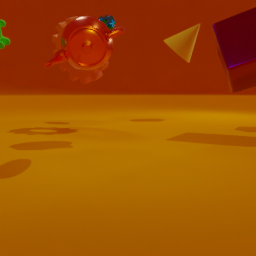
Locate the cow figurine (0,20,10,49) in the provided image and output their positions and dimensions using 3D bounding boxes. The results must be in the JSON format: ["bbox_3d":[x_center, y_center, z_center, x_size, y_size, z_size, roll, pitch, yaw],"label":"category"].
[{"bbox_3d":[-4.311,-2.749,8.594,1.235,1.256,0.689,6,35,7],"label":"cow figurine"}]

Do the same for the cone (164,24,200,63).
[{"bbox_3d":[2.388,-3.584,11.144,1.371,1.376,1.371,35,21,-16],"label":"cone"}]

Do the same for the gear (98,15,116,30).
[{"bbox_3d":[-1.007,-3.800,10.419,1.089,0.201,1.089,-13,47,15],"label":"gear"}]

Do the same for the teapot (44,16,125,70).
[{"bbox_3d":[-0.932,-1.761,6.044,1.850,1.150,0.906,-23,24,3],"label":"teapot"}]

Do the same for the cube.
[{"bbox_3d":[3.021,-1.910,6.921,1.371,1.371,1.371,-17,-24,19],"label":"cube"}]

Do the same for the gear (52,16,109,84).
[{"bbox_3d":[-1.431,-2.270,8.305,1.878,1.878,0.347,5,29,34],"label":"gear"}]
